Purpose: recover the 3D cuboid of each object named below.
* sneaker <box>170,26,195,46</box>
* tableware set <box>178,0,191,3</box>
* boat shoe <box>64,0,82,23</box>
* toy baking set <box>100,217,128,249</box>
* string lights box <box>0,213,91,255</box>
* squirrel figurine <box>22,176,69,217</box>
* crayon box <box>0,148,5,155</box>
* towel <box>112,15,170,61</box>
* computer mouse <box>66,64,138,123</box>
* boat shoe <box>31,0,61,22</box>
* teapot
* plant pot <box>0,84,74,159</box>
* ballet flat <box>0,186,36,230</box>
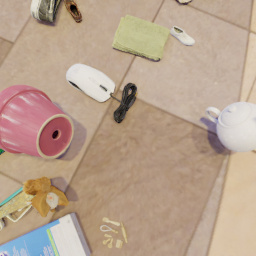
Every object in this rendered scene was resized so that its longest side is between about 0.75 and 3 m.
[{"bbox_3d":[2.036,-3.444,10.474,1.036,0.367,0.378,32,79,7],"label":"sneaker"},{"bbox_3d":[2.574,-5.730,10.909,1.928,0.224,1.610,-13,78,-2],"label":"tableware set"},{"bbox_3d":[-2.102,-4.594,10.718,0.412,0.412,1.170,-32,78,-5],"label":"boat shoe"},{"bbox_3d":[-0.463,3.386,9.065,0.809,0.123,1.054,-11,78,-2],"label":"toy baking set"},{"bbox_3d":[-2.760,3.889,8.580,2.835,0.836,1.457,-23,78,-5],"label":"string lights box"},{"bbox_3d":[-2.576,2.015,8.358,0.877,1.156,1.239,-29,96,-40],"label":"squirrel figurine"},{"bbox_3d":[-5.530,0.102,9.462,1.584,0.777,2.667,-40,80,-8],"label":"crayon box"},{"bbox_3d":[0.488,-3.370,10.468,1.967,0.359,1.459,18,77,5],"label":"towel"},{"bbox_3d":[-1.043,-1.452,9.908,2.732,0.599,1.498,30,80,6],"label":"computer mouse"},{"bbox_3d":[-2.711,-5.389,10.633,0.938,1.041,2.945,17,85,4],"label":"boat shoe"},{"bbox_3d":[3.188,-0.187,8.076,1.633,1.612,1.193,-29,121,26],"label":"teapot"},{"bbox_3d":[-2.734,-0.050,8.251,1.886,2.107,2.107,22,77,31],"label":"plant pot"},{"bbox_3d":[-3.967,2.731,8.889,2.597,0.918,0.918,-32,79,-6],"label":"ballet flat"}]
